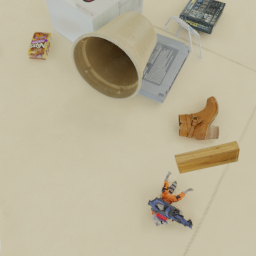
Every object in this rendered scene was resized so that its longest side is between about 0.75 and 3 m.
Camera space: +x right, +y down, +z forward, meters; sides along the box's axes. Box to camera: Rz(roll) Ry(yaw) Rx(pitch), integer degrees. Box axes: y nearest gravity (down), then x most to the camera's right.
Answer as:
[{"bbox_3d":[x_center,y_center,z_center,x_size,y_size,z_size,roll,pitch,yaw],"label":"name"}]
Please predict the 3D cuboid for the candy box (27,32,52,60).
[{"bbox_3d":[-3.639,-3.421,11.625,0.713,0.345,1.223,5,65,2],"label":"candy box"}]

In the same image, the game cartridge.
[{"bbox_3d":[1.082,-2.448,11.024,1.919,0.582,2.878,26,66,9],"label":"game cartridge"}]

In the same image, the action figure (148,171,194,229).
[{"bbox_3d":[1.334,2.371,8.565,1.604,0.839,1.552,41,75,-9],"label":"action figure"}]

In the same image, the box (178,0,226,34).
[{"bbox_3d":[3.243,-5.018,12.240,1.531,0.495,1.941,24,57,11],"label":"box"}]

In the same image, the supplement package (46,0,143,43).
[{"bbox_3d":[-1.311,-4.937,11.399,2.734,2.103,2.859,37,67,17],"label":"supplement package"}]

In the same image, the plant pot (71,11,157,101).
[{"bbox_3d":[-0.226,-2.706,9.714,2.594,2.594,2.374,24,56,12],"label":"plant pot"}]

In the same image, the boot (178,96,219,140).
[{"bbox_3d":[2.478,-0.387,9.966,1.363,0.673,1.756,3,70,6],"label":"boot"}]

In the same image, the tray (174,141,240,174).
[{"bbox_3d":[1.979,0.768,7.036,1.512,0.746,0.280,-15,58,9],"label":"tray"}]

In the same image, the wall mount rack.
[{"bbox_3d":[2.389,-3.661,11.224,1.706,1.964,0.732,48,115,25],"label":"wall mount rack"}]
